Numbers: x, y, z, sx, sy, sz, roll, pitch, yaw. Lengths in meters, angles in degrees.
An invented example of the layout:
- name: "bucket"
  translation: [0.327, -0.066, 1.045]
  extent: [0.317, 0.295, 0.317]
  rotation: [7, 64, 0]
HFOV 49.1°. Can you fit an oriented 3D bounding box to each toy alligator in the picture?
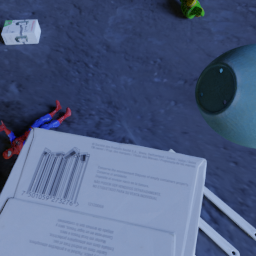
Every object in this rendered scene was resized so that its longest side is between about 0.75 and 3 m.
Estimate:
- name: "toy alligator"
  translation: [2.479, -5.273, 11.688]
  extent: [0.702, 0.767, 2.587]
  rotation: [-33, 50, 27]

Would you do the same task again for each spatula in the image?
- name: "spatula"
  translation: [1.437, 2.073, 6.652]
  extent: [2.062, 0.238, 2.966]
  rotation: [-37, 66, -25]

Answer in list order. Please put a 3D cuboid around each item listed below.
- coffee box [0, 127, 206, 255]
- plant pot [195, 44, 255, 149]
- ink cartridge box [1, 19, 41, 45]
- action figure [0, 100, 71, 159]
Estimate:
- name: "coffee box"
  translation: [-0.495, 2.084, 4.865]
  extent: [2.860, 2.832, 2.864]
  rotation: [11, 61, 8]
- name: "plant pot"
  translation: [1.663, -0.519, 4.175]
  extent: [1.103, 1.638, 1.638]
  rotation: [4, 49, -31]
- name: "ink cartridge box"
  translation: [-3.999, -3.622, 10.557]
  extent: [1.215, 0.511, 0.887]
  rotation: [-4, 54, -3]
- name: "action figure"
  translation: [-2.614, -0.082, 7.692]
  extent: [0.721, 1.093, 2.208]
  rotation: [31, 62, 21]
